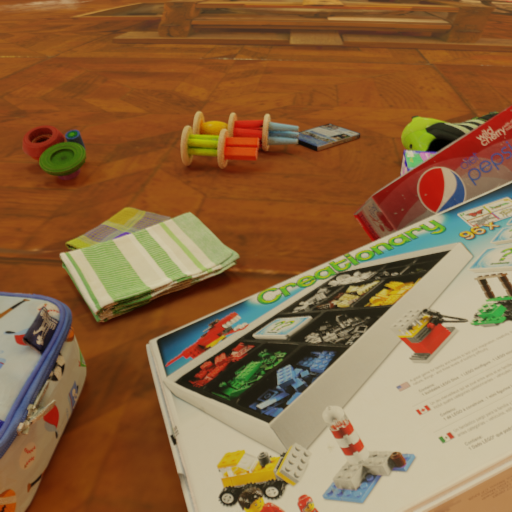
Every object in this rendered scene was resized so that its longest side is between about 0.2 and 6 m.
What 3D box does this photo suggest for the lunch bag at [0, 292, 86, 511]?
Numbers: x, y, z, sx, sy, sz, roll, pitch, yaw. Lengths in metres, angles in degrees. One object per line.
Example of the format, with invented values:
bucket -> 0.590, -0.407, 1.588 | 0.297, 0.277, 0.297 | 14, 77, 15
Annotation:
lunch bag -> -3.393, 1.420, 5.479 | 3.211, 1.213, 2.573 | 2, 33, 5

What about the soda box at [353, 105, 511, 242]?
soda box -> 3.030, -1.124, 8.636 | 2.973, 0.943, 1.041 | -32, 83, -13

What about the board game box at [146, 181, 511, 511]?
board game box -> 1.552, 0.929, 5.226 | 4.821, 0.834, 3.043 | -23, 31, -8

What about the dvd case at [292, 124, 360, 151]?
dvd case -> 1.635, -2.897, 13.609 | 1.500, 0.132, 1.070 | -23, 37, -33

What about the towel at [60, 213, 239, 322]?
towel -> -1.594, 0.053, 8.324 | 2.230, 0.261, 1.701 | -22, 41, -25

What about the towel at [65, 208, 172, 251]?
towel -> -2.238, -0.377, 9.391 | 1.149, 0.182, 1.600 | 17, 35, 24

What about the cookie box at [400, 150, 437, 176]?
cookie box -> 3.701, -1.538, 10.875 | 1.613, 0.606, 1.380 | 5, 29, 7

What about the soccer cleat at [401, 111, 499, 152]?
soccer cleat -> 4.669, -2.478, 12.290 | 3.028, 1.022, 1.227 | -5, 53, -12

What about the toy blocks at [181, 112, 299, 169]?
toy blocks -> -0.285, -2.540, 12.314 | 2.356, 0.856, 1.964 | 4, 31, 6

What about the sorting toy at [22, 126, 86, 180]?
sorting toy -> -4.124, -2.085, 11.857 | 1.116, 0.762, 1.857 | -35, 55, -22
